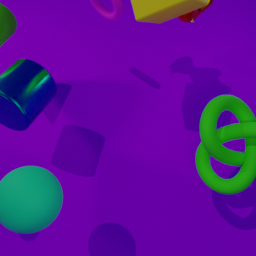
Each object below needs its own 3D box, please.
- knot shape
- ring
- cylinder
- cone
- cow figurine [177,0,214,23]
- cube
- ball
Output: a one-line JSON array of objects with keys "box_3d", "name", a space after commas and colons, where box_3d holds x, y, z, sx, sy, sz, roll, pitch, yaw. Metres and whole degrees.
[{"box_3d": [2.155, 0.230, 5.684, 2.009, 0.928, 1.880, -29, 101, 17], "name": "knot shape"}, {"box_3d": [-0.580, -3.233, 7.117, 1.105, 1.105, 0.221, 37, 72, 14], "name": "ring"}, {"box_3d": [-2.457, -0.758, 6.414, 1.208, 1.208, 1.208, 22, 51, 9], "name": "cylinder"}, {"box_3d": [-3.458, -2.168, 6.885, 1.330, 1.330, 1.335, -8, 64, -3], "name": "cone"}, {"box_3d": [1.186, -3.255, 7.163, 0.888, 1.592, 1.617, -18, 79, -40], "name": "cow figurine"}, {"box_3d": [0.784, -2.947, 5.707, 1.199, 1.199, 1.199, -10, 101, 33], "name": "cube"}, {"box_3d": [-1.713, 1.232, 4.868, 1.135, 1.135, 1.135, 0, 68, 0], "name": "ball"}]
